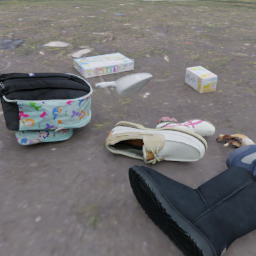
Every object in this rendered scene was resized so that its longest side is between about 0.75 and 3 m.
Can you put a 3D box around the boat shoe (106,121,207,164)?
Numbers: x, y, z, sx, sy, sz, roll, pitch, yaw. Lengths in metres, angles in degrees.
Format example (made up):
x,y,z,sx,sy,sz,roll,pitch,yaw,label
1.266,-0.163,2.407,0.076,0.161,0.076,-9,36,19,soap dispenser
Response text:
x,y,z,sx,sy,sz,roll,pitch,yaw,label
0.739,0.565,8.097,2.911,1.088,0.996,7,37,26,boat shoe

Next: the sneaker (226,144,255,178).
x,y,z,sx,sy,sz,roll,pitch,yaw,label
4.060,1.066,7.217,2.822,0.990,1.157,1,28,3,sneaker

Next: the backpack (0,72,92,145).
x,y,z,sx,sy,sz,roll,pitch,yaw,label
-2.576,-0.785,9.129,2.797,2.106,2.483,-13,34,-23,backpack

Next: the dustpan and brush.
x,y,z,sx,sy,sz,roll,pitch,yaw,label
-0.199,-1.254,8.150,1.602,1.118,0.458,-22,81,-33,dustpan and brush

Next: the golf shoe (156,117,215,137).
x,y,z,sx,sy,sz,roll,pitch,yaw,label
1.848,0.149,9.115,1.899,0.690,0.875,1,44,15,golf shoe

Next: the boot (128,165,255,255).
x,y,z,sx,sy,sz,roll,pitch,yaw,label
1.638,1.491,6.409,2.322,1.055,2.763,-23,45,-27,boot

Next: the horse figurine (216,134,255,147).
x,y,z,sx,sy,sz,roll,pitch,yaw,label
3.512,0.537,8.582,1.110,0.418,1.676,-3,24,-27,horse figurine

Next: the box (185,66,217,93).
x,y,z,sx,sy,sz,roll,pitch,yaw,label
3.334,-2.235,12.849,0.794,0.715,1.412,-11,33,-16,box

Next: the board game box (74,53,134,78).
x,y,z,sx,sy,sz,roll,pitch,yaw,label
-1.316,-3.397,14.987,2.727,0.467,1.833,-14,34,-22,board game box
